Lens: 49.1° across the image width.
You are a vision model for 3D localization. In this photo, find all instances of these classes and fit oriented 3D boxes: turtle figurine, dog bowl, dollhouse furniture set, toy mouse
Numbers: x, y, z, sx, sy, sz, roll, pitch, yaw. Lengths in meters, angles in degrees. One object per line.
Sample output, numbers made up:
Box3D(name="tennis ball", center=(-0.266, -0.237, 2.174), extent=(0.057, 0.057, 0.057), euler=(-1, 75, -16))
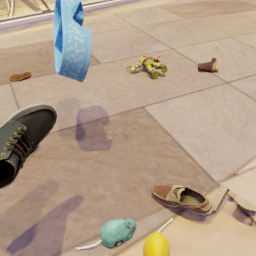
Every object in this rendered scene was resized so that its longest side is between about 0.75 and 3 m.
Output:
Box3D(name="turtle figurine", center=(1.085, -3.056, 13.333), extent=(2.119, 0.682, 1.709), euler=(-23, 43, -26))
Box3D(name="dog bowl", center=(-1.660, -2.703, 8.006), extent=(0.723, 1.626, 2.917), euler=(3, 64, -23))
Box3D(name="dollhouse furniture set", center=(2.876, 2.118, 6.907), extent=(1.490, 0.772, 0.660), euler=(30, 87, 32))
Box3D(name="toy mouse", center=(-0.159, 2.706, 6.181), extent=(2.130, 0.464, 2.396), euler=(7, 39, 9))

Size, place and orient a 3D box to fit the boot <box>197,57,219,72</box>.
Box3D(name="boot", center=(3.875, -3.133, 13.649), extent=(0.951, 0.414, 1.144), euler=(5, 42, 3))

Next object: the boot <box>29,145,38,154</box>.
Box3D(name="boot", center=(-3.790, 0.521, 8.925), extent=(1.304, 0.518, 1.497), euler=(28, 48, 30))

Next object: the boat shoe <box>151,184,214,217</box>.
Box3D(name="boat shoe", center=(1.325, 1.691, 7.107), extent=(1.679, 0.603, 0.636), euler=(7, 57, 33))

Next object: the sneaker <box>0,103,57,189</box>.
Box3D(name="sneaker", center=(-1.980, 0.344, 5.150), extent=(1.167, 0.821, 2.196), euler=(14, 45, 43))

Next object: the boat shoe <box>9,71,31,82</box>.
Box3D(name="boat shoe", center=(-3.720, -1.737, 9.681), extent=(0.769, 0.270, 0.271), euler=(-19, 83, -32))
